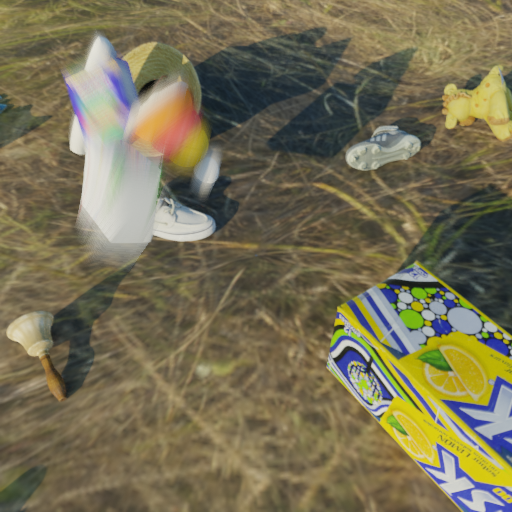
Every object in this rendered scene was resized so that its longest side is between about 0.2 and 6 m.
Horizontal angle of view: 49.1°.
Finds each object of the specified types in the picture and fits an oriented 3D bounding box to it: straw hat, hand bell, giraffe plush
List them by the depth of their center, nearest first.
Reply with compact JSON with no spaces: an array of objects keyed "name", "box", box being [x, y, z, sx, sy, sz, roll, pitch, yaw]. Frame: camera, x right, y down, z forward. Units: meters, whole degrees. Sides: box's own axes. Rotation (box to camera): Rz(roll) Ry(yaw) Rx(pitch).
[{"name":"hand bell","box":[-2.877,1.437,7.687,0.654,0.654,1.257,-25,62,-23]},{"name":"straw hat","box":[-1.899,-3.090,11.682,2.461,2.461,1.042,29,13,25]},{"name":"giraffe plush","box":[4.639,-3.148,11.817,1.270,1.566,1.351,-9,41,33]}]

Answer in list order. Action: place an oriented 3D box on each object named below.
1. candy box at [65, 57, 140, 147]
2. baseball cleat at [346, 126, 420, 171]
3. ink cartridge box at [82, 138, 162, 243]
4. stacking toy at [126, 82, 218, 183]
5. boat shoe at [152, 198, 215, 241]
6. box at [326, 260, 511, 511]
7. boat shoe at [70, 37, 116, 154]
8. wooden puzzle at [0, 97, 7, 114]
[{"name":"candy box","box":[-2.384,-2.411,8.887,0.963,1.139,0.439,-16,-1,23]},{"name":"baseball cleat","box":[2.407,-2.172,11.242,1.755,0.612,0.934,-11,39,-24]},{"name":"ink cartridge box","box":[-1.828,-0.896,7.445,0.579,0.998,1.379,-2,25,-33]},{"name":"stacking toy","box":[-1.025,-1.591,7.810,1.021,1.398,1.021,-34,12,8]},{"name":"boat shoe","box":[-1.590,-0.729,9.713,1.781,0.585,0.641,12,46,11]},{"name":"box","box":[2.772,2.025,6.408,1.497,1.374,4.273,-26,50,-25]},{"name":"boat shoe","box":[-2.840,-2.804,10.395,0.895,2.612,0.941,12,47,-20]},{"name":"wooden puzzle","box":[-6.349,-3.132,12.432,1.120,0.133,1.889,9,46,9]}]
